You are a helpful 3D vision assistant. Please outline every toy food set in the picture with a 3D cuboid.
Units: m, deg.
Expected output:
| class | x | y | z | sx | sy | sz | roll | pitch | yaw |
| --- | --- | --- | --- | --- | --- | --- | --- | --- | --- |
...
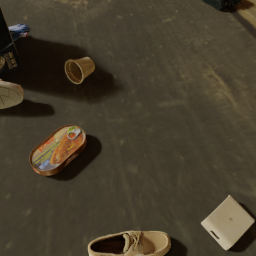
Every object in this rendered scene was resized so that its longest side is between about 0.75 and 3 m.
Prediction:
| class | x | y | z | sx | sy | sz | roll | pitch | yaw |
| --- | --- | --- | --- | --- | --- | --- | --- | --- | --- |
| toy food set | 2.165 | 2.017 | 6.058 | 0.997 | 0.301 | 0.715 | -34 | 69 | -24 |

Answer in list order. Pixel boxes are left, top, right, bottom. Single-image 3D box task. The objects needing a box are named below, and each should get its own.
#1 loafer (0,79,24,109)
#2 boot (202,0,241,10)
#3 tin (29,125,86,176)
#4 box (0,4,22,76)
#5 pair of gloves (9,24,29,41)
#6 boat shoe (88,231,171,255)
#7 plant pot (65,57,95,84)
| class | x | y | z | sx | sy | sz | roll | pitch | yaw |
| --- | --- | --- | --- | --- | --- | --- | --- | --- | --- |
| loafer | -4.396 | -1.107 | 8.287 | 2.645 | 0.951 | 0.832 | -5 | 43 | -1 |
| boot | 4.155 | -6.006 | 12.559 | 1.407 | 0.635 | 1.717 | -28 | 63 | -19 |
| tin | -1.782 | 0.549 | 7.248 | 0.903 | 0.338 | 1.612 | 34 | 58 | 20 |
| box | -4.928 | -3.457 | 9.228 | 1.275 | 2.424 | 2.960 | -28 | 56 | -22 |
| pair of gloves | -4.383 | -3.739 | 10.981 | 0.944 | 0.134 | 1.174 | -9 | 49 | -5 |
| boat shoe | 0.052 | 2.356 | 5.558 | 1.675 | 0.540 | 0.597 | -8 | 50 | -7 |
| plant pot | -1.511 | -1.942 | 9.119 | 0.800 | 0.800 | 0.732 | 29 | 44 | 23 |
